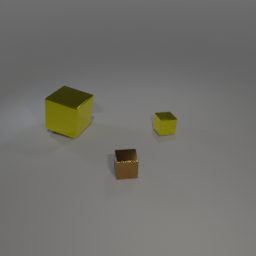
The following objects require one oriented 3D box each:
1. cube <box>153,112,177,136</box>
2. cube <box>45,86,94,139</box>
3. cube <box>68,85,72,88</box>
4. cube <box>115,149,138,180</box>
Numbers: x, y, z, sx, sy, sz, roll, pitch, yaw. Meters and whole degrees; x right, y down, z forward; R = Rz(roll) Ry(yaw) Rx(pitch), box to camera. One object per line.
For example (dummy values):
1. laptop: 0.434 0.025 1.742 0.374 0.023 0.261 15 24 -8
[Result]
1. cube: 1.485 -0.185 11.282 0.700 0.700 0.700 -6 31 -17
2. cube: -2.347 -0.665 11.249 1.400 1.400 1.400 19 34 12
3. cube: -2.572 -1.410 12.965 0.700 0.700 0.700 39 90 23
4. cube: -0.058 1.159 9.043 0.700 0.700 0.700 -3 31 -5
